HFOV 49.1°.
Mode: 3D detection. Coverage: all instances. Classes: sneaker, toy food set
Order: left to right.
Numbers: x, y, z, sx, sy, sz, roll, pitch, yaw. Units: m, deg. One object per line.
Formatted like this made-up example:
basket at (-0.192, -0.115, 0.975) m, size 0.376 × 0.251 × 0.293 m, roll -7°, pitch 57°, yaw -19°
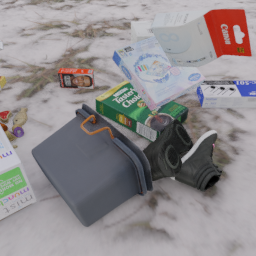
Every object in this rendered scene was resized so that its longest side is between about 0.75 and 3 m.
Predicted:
toy food set at (-3.695, -0.074, 8.426) m, size 1.170 × 0.290 × 1.840 m, roll -7°, pitch 40°, yaw -8°
sneaker at (0.882, 0.544, 7.161) m, size 1.149 × 0.961 × 2.531 m, roll -30°, pitch 3°, yaw 32°
sneaker at (2.007, 0.852, 7.072) m, size 0.979 × 0.698 × 1.973 m, roll 31°, pitch 52°, yaw 26°

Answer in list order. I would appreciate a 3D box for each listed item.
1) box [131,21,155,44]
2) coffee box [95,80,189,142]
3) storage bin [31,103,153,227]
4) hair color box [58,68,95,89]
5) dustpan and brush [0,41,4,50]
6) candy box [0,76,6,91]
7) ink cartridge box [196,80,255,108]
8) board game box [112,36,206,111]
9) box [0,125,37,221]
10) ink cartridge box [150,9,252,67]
box at (1.098, -3.887, 12.328) m, size 1.758 × 1.155 × 1.767 m, roll -5°, pitch 40°, yaw -6°
coffee box at (0.379, -0.588, 8.822) m, size 2.564 × 0.564 × 1.577 m, roll 29°, pitch 48°, yaw 31°
storage bin at (-0.940, 0.807, 6.380) m, size 1.721 × 1.865 × 2.562 m, roll -36°, pitch 51°, yaw -22°
hair color box at (-1.874, -1.808, 10.243) m, size 1.245 × 0.632 × 0.381 m, roll 2°, pitch 39°, yaw 3°
dustpan and brush at (-6.531, -3.871, 12.897) m, size 1.392 × 0.398 × 0.971 m, roll -14°, pitch 42°, yaw -16°
candy box at (-4.906, -1.535, 10.190) m, size 0.585 × 0.283 × 1.003 m, roll 0°, pitch 38°, yaw 1°
ink cartridge box at (3.568, -1.176, 9.591) m, size 2.215 × 0.490 × 1.041 m, roll 0°, pitch 41°, yaw 0°
board game box at (0.697, -1.319, 6.260) m, size 1.532 × 0.332 × 1.525 m, roll -27°, pitch 72°, yaw -27°
box at (-3.984, 1.117, 6.109) m, size 2.977 × 1.440 × 2.627 m, roll -25°, pitch 45°, yaw -25°
ink cartridge box at (1.196, -1.387, 4.530) m, size 1.383 × 1.107 × 0.327 m, roll 12°, pitch 73°, yaw 33°
